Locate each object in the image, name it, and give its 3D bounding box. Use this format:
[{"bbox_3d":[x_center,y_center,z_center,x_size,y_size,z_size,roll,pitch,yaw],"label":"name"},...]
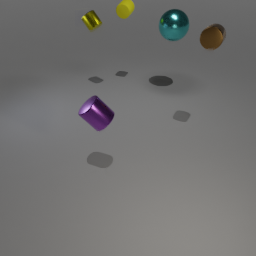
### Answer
[{"bbox_3d":[2.107,-4.708,12.851,1.400,1.400,1.400,0,32,0],"label":"ball"},{"bbox_3d":[-0.128,-5.624,13.208,0.700,0.700,0.700,11,46,17],"label":"cylinder"},{"bbox_3d":[-0.838,-0.390,7.464,0.700,0.700,0.700,-35,29,23],"label":"cylinder"},{"bbox_3d":[2.671,-2.867,8.793,0.700,0.700,0.700,14,31,21],"label":"cylinder"},{"bbox_3d":[-1.643,-4.879,12.800,0.700,0.700,0.700,-35,10,7],"label":"cylinder"}]
